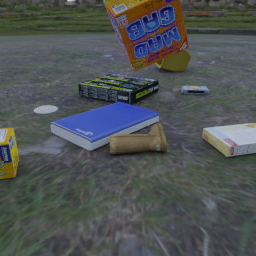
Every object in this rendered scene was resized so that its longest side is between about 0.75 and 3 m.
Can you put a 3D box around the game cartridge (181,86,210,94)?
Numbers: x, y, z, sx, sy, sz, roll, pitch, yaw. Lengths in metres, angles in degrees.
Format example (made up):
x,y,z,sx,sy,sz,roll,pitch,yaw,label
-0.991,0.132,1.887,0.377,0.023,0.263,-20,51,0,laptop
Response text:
x,y,z,sx,sy,sz,roll,pitch,yaw,label
2.887,-1.645,12.101,1.140,0.233,0.759,2,18,5,game cartridge

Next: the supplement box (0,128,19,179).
x,y,z,sx,sy,sz,roll,pitch,yaw,label
-3.160,0.590,5.850,1.508,0.826,0.821,-6,24,-13,supplement box

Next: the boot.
x,y,z,sx,sy,sz,roll,pitch,yaw,label
0.228,0.239,7.204,1.395,0.461,1.221,-2,22,-2,boot

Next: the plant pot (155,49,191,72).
x,y,z,sx,sy,sz,roll,pitch,yaw,label
2.739,-4.126,16.468,1.610,1.563,1.574,17,19,-13,plant pot

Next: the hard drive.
x,y,z,sx,sy,sz,roll,pitch,yaw,label
-0.621,-0.178,8.331,1.799,0.346,2.726,19,29,39,hard drive

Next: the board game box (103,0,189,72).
x,y,z,sx,sy,sz,roll,pitch,yaw,label
0.586,-3.618,9.558,2.052,2.052,2.054,-24,42,2,board game box

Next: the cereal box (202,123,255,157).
x,y,z,sx,sy,sz,roll,pitch,yaw,label
2.968,0.266,7.276,1.670,0.330,1.202,-6,23,-14,cereal box

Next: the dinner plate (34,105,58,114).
x,y,z,sx,sy,sz,roll,pitch,yaw,label
-2.908,-0.682,9.911,0.820,0.099,0.820,-1,23,1,dinner plate

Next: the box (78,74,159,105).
x,y,z,sx,sy,sz,roll,pitch,yaw,label
-0.345,-1.696,11.734,2.535,0.602,2.449,13,28,28,box
